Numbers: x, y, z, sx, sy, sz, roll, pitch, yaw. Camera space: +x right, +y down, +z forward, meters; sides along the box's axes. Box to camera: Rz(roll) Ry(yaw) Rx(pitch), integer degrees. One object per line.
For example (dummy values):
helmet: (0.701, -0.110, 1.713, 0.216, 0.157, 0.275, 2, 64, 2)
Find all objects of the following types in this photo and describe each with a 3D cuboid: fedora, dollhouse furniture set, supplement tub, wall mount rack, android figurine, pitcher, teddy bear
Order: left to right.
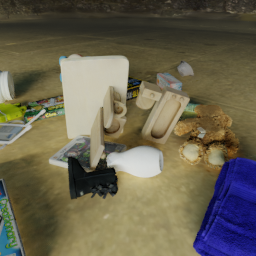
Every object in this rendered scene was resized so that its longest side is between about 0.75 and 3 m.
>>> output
supplement tub: (-5.896, -1.696, 11.648, 1.970, 1.425, 1.425, -5, 27, -10)
android figurine: (-4.717, -0.605, 10.730, 1.424, 0.321, 1.564, 23, 33, 36)
wall mount rack: (-3.744, -0.052, 9.102, 1.845, 0.792, 2.124, 2, 27, 3)
pitcher: (0.264, 0.830, 7.469, 1.347, 0.816, 1.155, -3, 14, 19)
dollhouse furniture set: (0.375, 0.015, 7.751, 2.296, 2.183, 1.871, 16, 31, -16)
fedora: (3.083, -3.183, 15.433, 0.498, 0.975, 1.102, -34, 44, -2)
teddy bear: (2.392, 0.310, 8.526, 1.958, 0.901, 2.700, -5, 34, 6)

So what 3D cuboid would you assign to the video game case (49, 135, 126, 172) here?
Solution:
video game case: (-1.128, 0.754, 8.158, 1.719, 0.201, 1.563, 11, 29, 20)

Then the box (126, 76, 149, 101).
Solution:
box: (-0.620, -1.786, 12.755, 2.535, 0.625, 2.024, -22, 35, -36)

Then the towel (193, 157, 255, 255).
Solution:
towel: (2.495, 1.628, 5.447, 1.831, 0.614, 2.479, 14, 42, 26)

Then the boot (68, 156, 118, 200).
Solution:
boot: (-0.890, 1.173, 6.971, 1.163, 0.525, 1.419, -8, 35, -11)

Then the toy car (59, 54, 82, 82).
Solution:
toy car: (-2.458, -3.039, 14.476, 1.585, 1.521, 1.719, 3, 15, 11)

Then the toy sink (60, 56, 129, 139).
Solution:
toy sink: (-1.132, -1.284, 8.900, 1.878, 2.881, 1.614, -7, 44, -12)

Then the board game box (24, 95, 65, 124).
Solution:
board game box: (-2.545, -0.900, 10.802, 2.725, 0.320, 1.427, -14, 32, -5)

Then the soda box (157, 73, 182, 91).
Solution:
soda box: (1.962, -2.142, 13.487, 0.622, 0.579, 1.820, -7, 28, -13)

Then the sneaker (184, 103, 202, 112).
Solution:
sneaker: (2.465, -0.736, 10.901, 0.613, 0.382, 1.039, -13, 19, -35)

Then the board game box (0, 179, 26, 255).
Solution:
board game box: (-2.950, 2.144, 5.034, 1.882, 0.516, 2.982, -14, 30, -26)
